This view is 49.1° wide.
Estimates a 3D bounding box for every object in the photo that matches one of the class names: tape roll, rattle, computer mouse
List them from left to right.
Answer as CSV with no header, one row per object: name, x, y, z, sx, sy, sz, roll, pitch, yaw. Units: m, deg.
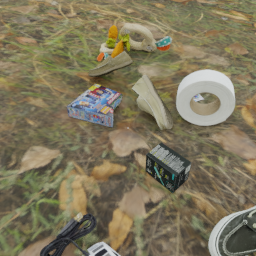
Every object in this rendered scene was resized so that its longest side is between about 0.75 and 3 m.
computer mouse,-0.651,3.404,6.676,2.919,0.640,1.601,33,64,29
rattle,-1.003,-4.362,14.564,1.137,1.248,1.747,37,46,9
rattle,0.769,-4.024,14.386,2.804,1.826,2.003,22,54,-15
tape roll,2.866,-1.077,10.400,2.104,2.104,0.736,8,44,8

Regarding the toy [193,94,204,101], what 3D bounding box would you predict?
toy,2.858,-1.534,12.240,0.529,0.217,0.919,-17,46,-17

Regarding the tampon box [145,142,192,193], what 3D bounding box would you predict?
tampon box,1.234,1.229,8.802,0.760,0.902,1.204,-34,53,-30

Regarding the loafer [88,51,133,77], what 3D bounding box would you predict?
loafer,-0.867,-2.928,12.946,2.150,0.725,0.817,-18,5,2

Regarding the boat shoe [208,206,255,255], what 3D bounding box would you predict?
boat shoe,3.354,2.527,7.185,2.859,0.910,1.011,-22,81,-21

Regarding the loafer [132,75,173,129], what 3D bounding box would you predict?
loafer,0.929,-0.914,11.083,0.939,1.040,2.749,-32,51,14

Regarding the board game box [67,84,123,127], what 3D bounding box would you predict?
board game box,-1.105,-0.839,11.237,1.877,0.579,1.878,25,49,23
